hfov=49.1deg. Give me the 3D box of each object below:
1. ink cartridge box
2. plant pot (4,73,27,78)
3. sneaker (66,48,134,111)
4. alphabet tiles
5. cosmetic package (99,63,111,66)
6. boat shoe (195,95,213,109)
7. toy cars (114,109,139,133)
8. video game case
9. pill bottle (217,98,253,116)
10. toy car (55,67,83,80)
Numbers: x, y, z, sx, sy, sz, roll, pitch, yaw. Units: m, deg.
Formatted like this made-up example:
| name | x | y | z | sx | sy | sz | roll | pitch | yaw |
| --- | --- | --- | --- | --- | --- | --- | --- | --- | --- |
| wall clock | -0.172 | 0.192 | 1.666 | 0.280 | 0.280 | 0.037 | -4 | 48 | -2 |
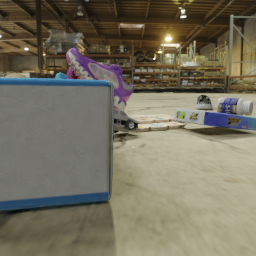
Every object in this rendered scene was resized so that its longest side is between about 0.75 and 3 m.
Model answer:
| name | x | y | z | sx | sy | sz | roll | pitch | yaw |
| --- | --- | --- | --- | --- | --- | --- | --- | --- | --- |
| ink cartridge box | -1.466 | -0.031 | 3.586 | 2.029 | 1.171 | 2.797 | -2 | 9 | -16 |
| plant pot | -7.009 | -2.244 | 17.323 | 1.910 | 1.910 | 2.039 | -2 | 23 | -13 |
| sneaker | -0.743 | -1.565 | 8.340 | 2.370 | 1.048 | 0.953 | 42 | -5 | -16 |
| alphabet tiles | 0.240 | -0.223 | 8.160 | 2.714 | 0.198 | 2.654 | -4 | 10 | -27 |
| cosmetic package | -1.438 | -2.223 | 14.690 | 0.806 | 2.262 | 1.147 | 3 | 9 | 21 |
| boat shoe | 3.760 | -1.309 | 14.001 | 0.799 | 0.659 | 2.328 | 2 | 9 | 10 |
| toy cars | -1.029 | -0.228 | 6.191 | 2.549 | 0.564 | 1.143 | 0 | -9 | 1 |
| video game case | 2.113 | -0.217 | 6.885 | 1.478 | 0.336 | 1.339 | 5 | 5 | -20 |
| pill bottle | 3.892 | -0.750 | 10.198 | 1.139 | 0.682 | 0.682 | 7 | 11 | 38 |
| toy car | -2.320 | -1.884 | 13.028 | 2.650 | 1.987 | 2.319 | 7 | 11 | 15 |
